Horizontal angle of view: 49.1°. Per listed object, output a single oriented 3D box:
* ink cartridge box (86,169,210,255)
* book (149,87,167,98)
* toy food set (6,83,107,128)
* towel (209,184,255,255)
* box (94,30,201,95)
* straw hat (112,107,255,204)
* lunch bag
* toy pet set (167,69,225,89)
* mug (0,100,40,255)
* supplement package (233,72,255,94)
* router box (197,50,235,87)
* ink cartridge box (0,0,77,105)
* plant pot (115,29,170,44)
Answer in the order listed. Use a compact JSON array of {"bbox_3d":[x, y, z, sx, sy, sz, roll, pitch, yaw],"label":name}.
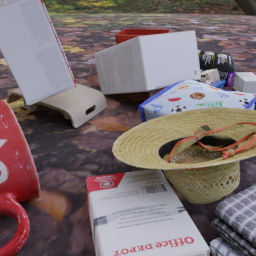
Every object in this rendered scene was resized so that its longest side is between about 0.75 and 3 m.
[{"bbox_3d":[0.139,1.365,3.858,1.231,0.715,1.706,-5,26,-12],"label":"ink cartridge box"},{"bbox_3d":[1.833,-0.942,8.861,2.024,0.486,1.352,11,25,20],"label":"book"},{"bbox_3d":[-2.083,-0.778,8.394,2.443,0.738,1.753,20,31,19],"label":"toy food set"},{"bbox_3d":[2.484,1.357,3.565,2.339,1.001,1.937,-15,29,-28],"label":"towel"},{"bbox_3d":[0.533,-2.010,8.975,2.118,1.479,2.782,-16,12,-30],"label":"box"},{"bbox_3d":[1.054,0.524,4.168,2.476,1.048,2.476,-13,16,4],"label":"straw hat"},{"bbox_3d":[1.767,-0.221,6.253,2.048,1.492,2.409,18,40,33],"label":"lunch bag"},{"bbox_3d":[2.370,-1.331,9.430,1.475,0.839,1.580,-26,16,-21],"label":"toy pet set"},{"bbox_3d":[-2.711,0.848,3.878,2.605,1.738,2.312,-20,31,-29],"label":"mug"},{"bbox_3d":[4.169,-1.518,9.794,0.601,0.624,1.098,1,27,4],"label":"supplement package"},{"bbox_3d":[3.343,-2.597,11.714,2.006,0.687,2.690,14,29,12],"label":"router box"},{"bbox_3d":[-2.188,-2.133,6.071,1.098,2.619,2.299,-22,25,-7],"label":"ink cartridge box"},{"bbox_3d":[0.672,-3.108,11.726,2.007,1.768,2.005,4,27,10],"label":"plant pot"}]
